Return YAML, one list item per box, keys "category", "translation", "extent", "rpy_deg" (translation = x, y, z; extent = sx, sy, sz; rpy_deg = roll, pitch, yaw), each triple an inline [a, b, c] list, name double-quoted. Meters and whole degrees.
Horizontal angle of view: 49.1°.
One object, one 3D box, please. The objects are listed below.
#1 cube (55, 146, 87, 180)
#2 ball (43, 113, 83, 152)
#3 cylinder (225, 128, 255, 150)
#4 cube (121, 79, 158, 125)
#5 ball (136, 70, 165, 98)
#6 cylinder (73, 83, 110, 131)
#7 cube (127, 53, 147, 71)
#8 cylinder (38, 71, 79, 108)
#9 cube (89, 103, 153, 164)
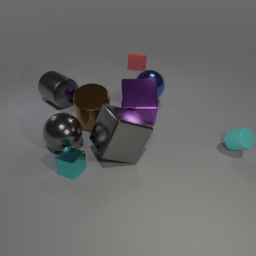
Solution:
- category: "cube"
  translation: [-1.852, 1.138, 9.165]
  extent: [0.700, 0.700, 0.700]
  rpy_deg: [14, 35, 21]
- category: "ball"
  translation: [-2.335, 0.150, 10.046]
  extent: [1.400, 1.400, 1.400]
  rpy_deg: [0, 33, 0]
- category: "cylinder"
  translation: [3.816, 0.386, 9.596]
  extent: [0.700, 0.700, 0.700]
  rpy_deg: [-20, 2, -29]
- category: "cube"
  translation: [0.439, -1.054, 11.470]
  extent: [1.400, 1.400, 1.400]
  rpy_deg: [0, 64, 0]
- category: "ball"
  translation: [0.991, -1.959, 12.858]
  extent: [1.400, 1.400, 1.400]
  rpy_deg: [0, 33, 0]
- category: "cylinder"
  translation: [-1.409, -0.806, 11.161]
  extent: [1.400, 1.400, 1.400]
  rpy_deg: [1, 56, -1]
- category: "cube"
  translation: [0.429, -3.068, 13.011]
  extent: [0.700, 0.700, 0.700]
  rpy_deg: [12, 21, 16]
- category: "cylinder"
  translation: [-3.246, -1.818, 13.103]
  extent: [1.400, 1.400, 1.400]
  rpy_deg: [-27, 41, -35]
- category: "cube"
  translation: [-0.268, 0.187, 9.500]
  extent: [1.400, 1.400, 1.400]
  rpy_deg: [13, 20, -32]
